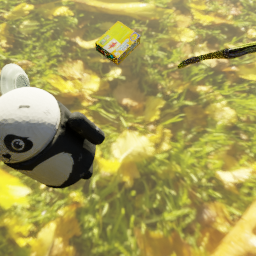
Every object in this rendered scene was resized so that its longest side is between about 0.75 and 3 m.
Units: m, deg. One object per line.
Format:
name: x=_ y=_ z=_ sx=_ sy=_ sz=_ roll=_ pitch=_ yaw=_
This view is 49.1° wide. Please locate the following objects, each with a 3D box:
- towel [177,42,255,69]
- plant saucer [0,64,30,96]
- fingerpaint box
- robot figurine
towel: x=2.492 y=-1.906 z=7.252 sx=1.700 sy=2.367 sz=0.270 roll=-17 pitch=101 yaw=-16
plant saucer: x=-2.054 y=-0.797 z=5.244 sx=0.203 sy=0.809 sz=0.809 roll=-1 pitch=62 yaw=17
fingerpaint box: x=-0.272 y=-2.318 z=7.661 sx=0.817 sy=0.359 sz=0.979 roll=36 pitch=72 yaw=13
robot figurine: x=-1.453 y=0.276 z=5.024 sx=1.678 sy=2.234 sz=1.394 roll=-47 pitch=51 yaw=-6
